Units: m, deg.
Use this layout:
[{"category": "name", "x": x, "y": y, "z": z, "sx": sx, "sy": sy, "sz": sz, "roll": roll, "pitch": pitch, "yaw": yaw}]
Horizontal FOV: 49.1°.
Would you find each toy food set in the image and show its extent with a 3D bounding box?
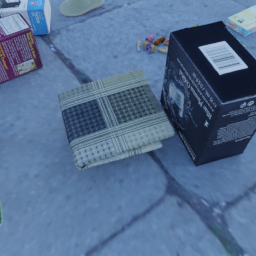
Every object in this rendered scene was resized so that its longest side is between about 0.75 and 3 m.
[{"category": "toy food set", "x": 1.148, "y": -3.266, "z": 10.794, "sx": 1.587, "sy": 0.250, "sz": 1.009, "roll": 0, "pitch": 53, "yaw": 0}]

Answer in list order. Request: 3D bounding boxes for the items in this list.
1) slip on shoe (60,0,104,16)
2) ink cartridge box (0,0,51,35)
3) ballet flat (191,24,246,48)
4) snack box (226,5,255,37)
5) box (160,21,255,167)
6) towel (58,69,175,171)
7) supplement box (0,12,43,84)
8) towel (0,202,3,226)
[{"category": "slip on shoe", "x": -1.999, "y": -5.353, "z": 12.192, "sx": 1.970, "sy": 0.730, "sz": 0.603, "roll": -22, "pitch": 20, "yaw": -8}, {"category": "ink cartridge box", "x": -4.629, "y": -4.713, "z": 11.302, "sx": 2.752, "sy": 1.152, "sz": 1.997, "roll": -6, "pitch": 53, "yaw": -5}, {"category": "ballet flat", "x": 3.255, "y": -3.195, "z": 10.587, "sx": 2.248, "sy": 0.772, "sz": 0.709, "roll": 32, "pitch": 87, "yaw": 24}, {"category": "snack box", "x": 5.120, "y": -4.492, "z": 11.656, "sx": 1.823, "sy": 0.338, "sz": 1.059, "roll": -29, "pitch": 58, "yaw": -20}, {"category": "box", "x": 2.147, "y": -0.846, "z": 7.455, "sx": 1.567, "sy": 2.669, "sz": 2.625, "roll": -15, "pitch": 55, "yaw": -11}, {"category": "towel", "x": -0.392, "y": -0.337, "z": 7.831, "sx": 2.762, "sy": 0.477, "sz": 2.659, "roll": -18, "pitch": 57, "yaw": -7}, {"category": "supplement box", "x": -4.379, "y": -2.543, "z": 9.388, "sx": 2.492, "sy": 1.631, "sz": 1.286, "roll": -27, "pitch": 58, "yaw": -20}, {"category": "towel", "x": -3.289, "y": 0.642, "z": 5.346, "sx": 2.401, "sy": 1.832, "sz": 0.281, "roll": 20, "pitch": 31, "yaw": 26}]
